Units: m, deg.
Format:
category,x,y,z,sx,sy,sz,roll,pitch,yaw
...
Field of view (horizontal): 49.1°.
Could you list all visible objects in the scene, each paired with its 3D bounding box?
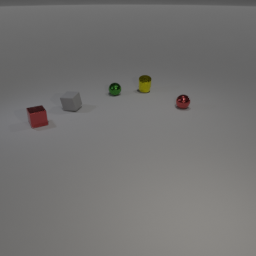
category,x,y,z,sx,sy,sz,roll,pitch,yaw
ball,-0.710,-2.119,15.238,0.700,0.700,0.700,0,27,0
cylinder,0.939,-2.458,15.550,0.700,0.700,0.700,0,50,1
ball,2.686,-1.283,13.645,0.700,0.700,0.700,0,27,0
cube,-2.719,-1.294,13.422,0.700,0.700,0.700,4,35,20
cube,-3.912,-0.493,12.073,0.700,0.700,0.700,-14,30,-26
